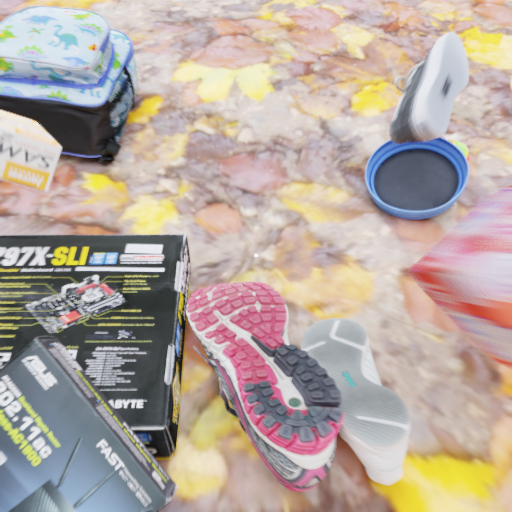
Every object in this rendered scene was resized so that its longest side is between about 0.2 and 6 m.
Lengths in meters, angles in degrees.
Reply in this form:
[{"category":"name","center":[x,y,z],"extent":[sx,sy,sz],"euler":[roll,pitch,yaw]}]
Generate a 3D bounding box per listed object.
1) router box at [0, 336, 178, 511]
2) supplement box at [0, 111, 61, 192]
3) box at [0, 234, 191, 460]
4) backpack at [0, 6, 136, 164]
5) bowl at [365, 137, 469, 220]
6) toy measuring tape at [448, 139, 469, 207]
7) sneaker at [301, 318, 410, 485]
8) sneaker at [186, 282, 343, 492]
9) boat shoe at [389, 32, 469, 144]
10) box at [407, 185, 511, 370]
[{"category":"router box","center":[-2.188,2.229,5.917],"extent":[1.675,0.695,2.236],"euler":[-41,84,-6]},{"category":"supplement box","center":[-2.952,-1.323,6.478],"extent":[0.972,0.567,1.543],"euler":[14,14,-37]},{"category":"box","center":[-2.974,1.123,7.671],"extent":[3.967,0.979,3.168],"euler":[-1,46,-1]},{"category":"backpack","center":[-3.768,-3.623,11.140],"extent":[2.748,2.206,3.002],"euler":[7,44,1]},{"category":"bowl","center":[2.874,-1.426,10.093],"extent":[1.787,0.351,1.787],"euler":[-6,59,11]},{"category":"toy measuring tape","center":[3.663,-1.654,10.390],"extent":[0.626,0.626,1.702],"euler":[7,47,6]},{"category":"sneaker","center":[1.192,1.761,7.193],"extent":[0.916,1.044,2.606],"euler":[-12,29,-2]},{"category":"sneaker","center":[-0.055,1.472,7.271],"extent":[1.343,1.243,3.330],"euler":[-10,35,-15]},{"category":"boat shoe","center":[2.825,-2.729,9.235],"extent":[0.867,0.938,2.540],"euler":[-10,45,44]},{"category":"box","center":[2.597,0.203,5.380],"extent":[1.404,2.942,1.466],"euler":[-43,82,5]}]
